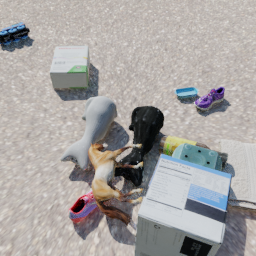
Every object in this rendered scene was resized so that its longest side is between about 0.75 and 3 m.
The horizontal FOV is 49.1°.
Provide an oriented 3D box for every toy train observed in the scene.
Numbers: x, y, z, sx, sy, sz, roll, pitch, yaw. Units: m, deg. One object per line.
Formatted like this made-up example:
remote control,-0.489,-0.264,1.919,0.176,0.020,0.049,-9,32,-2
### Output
toy train,-5.632,-4.600,13.665,1.630,0.707,0.931,-29,44,-22

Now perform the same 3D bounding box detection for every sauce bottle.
sauce bottle,1.937,0.706,8.431,2.032,0.657,0.657,12,47,25

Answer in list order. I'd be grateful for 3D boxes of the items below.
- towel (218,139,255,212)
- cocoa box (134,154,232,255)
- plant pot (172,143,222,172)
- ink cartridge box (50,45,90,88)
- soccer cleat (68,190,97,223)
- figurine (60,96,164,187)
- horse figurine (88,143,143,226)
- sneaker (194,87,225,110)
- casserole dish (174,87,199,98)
towel,3.503,1.311,8.204,1.611,0.419,2.431,8,47,6
cocoa box,1.138,2.025,6.165,1.585,2.376,1.559,16,48,14
plant pot,1.724,1.283,7.462,1.514,1.542,1.509,16,48,15
ink cartridge box,-2.337,-2.552,11.568,1.422,0.856,1.957,-2,48,-3
soccer cleat,-0.984,1.895,7.536,0.509,0.583,1.525,32,55,27
figurine,-0.467,0.377,8.709,2.686,1.156,2.621,13,52,13
horse figurine,-0.395,1.324,7.449,1.591,0.599,2.401,-4,58,7
sneaker,3.032,-1.165,10.428,1.447,0.603,0.583,-30,53,-24
casserole dish,2.264,-1.352,10.832,0.931,0.181,0.564,-9,38,-1
